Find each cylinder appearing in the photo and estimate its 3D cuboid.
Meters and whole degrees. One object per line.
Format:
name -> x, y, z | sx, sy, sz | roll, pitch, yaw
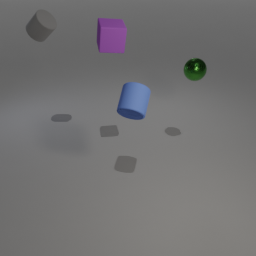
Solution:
cylinder -> -2.676, -3.148, 8.644 | 0.700, 0.700, 0.700 | -28, 9, 38
cylinder -> 0.141, -0.643, 6.786 | 0.700, 0.700, 0.700 | 9, 73, 15

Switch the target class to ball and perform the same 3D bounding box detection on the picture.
ball -> 2.069, -1.802, 8.641 | 0.700, 0.700, 0.700 | 0, 29, 0

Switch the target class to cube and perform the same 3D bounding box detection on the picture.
cube -> -0.462, -2.522, 7.652 | 0.700, 0.700, 0.700 | -2, 41, -12
